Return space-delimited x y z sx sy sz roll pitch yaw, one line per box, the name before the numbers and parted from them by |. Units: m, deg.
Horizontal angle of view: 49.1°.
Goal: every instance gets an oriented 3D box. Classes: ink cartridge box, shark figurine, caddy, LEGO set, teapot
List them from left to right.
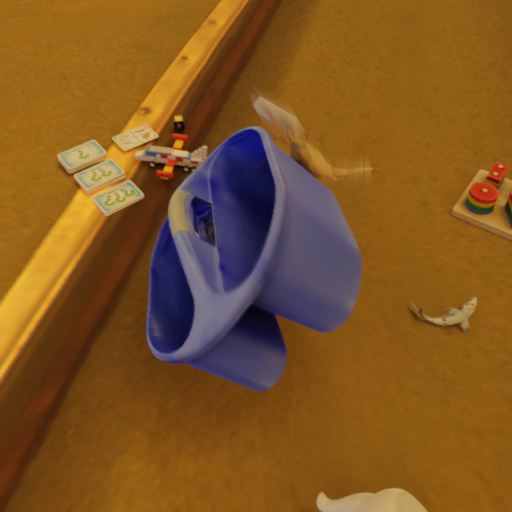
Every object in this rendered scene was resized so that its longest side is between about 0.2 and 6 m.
LEGO set | -2.812 -2.543 13.585 3.305 0.811 2.469 -30 57 -25
caddy | -0.371 -0.127 8.552 2.299 3.096 4.380 32 25 -27
ink cartridge box | 0.512 -2.707 11.433 0.950 1.172 0.294 36 90 19
teapot | 1.687 3.994 7.095 1.302 1.759 1.782 -39 14 17
shark figurine | 3.548 1.096 10.497 1.138 0.680 0.475 -8 19 15

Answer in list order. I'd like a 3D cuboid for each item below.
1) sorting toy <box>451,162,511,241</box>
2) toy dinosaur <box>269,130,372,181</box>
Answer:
sorting toy | 5.586 -1.273 12.457 1.794 0.624 1.783 28 53 23
toy dinosaur | 1.017 -1.720 10.541 1.445 0.832 2.857 33 17 28
